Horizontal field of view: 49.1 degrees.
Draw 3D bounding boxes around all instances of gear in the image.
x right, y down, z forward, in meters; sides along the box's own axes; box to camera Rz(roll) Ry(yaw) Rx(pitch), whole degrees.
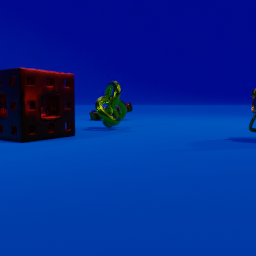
[{"bbox_3d":[-0.623,-0.626,10.346,1.576,0.291,1.576,-12,10,2],"label":"gear"}]

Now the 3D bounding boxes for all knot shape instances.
[{"bbox_3d":[-0.410,-0.468,6.713,0.544,1.178,1.103,1,26,14],"label":"knot shape"}]

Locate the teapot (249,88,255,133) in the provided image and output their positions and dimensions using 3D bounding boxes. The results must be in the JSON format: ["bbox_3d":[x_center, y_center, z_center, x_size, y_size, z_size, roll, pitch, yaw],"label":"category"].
[{"bbox_3d":[2.376,-0.516,4.534,0.696,1.421,0.884,17,29,2],"label":"teapot"}]

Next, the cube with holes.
[{"bbox_3d":[-1.772,-0.409,5.041,1.145,1.145,1.145,3,6,34],"label":"cube with holes"}]
